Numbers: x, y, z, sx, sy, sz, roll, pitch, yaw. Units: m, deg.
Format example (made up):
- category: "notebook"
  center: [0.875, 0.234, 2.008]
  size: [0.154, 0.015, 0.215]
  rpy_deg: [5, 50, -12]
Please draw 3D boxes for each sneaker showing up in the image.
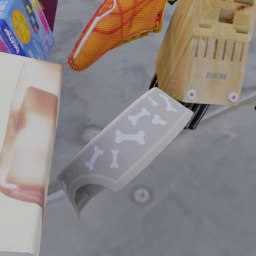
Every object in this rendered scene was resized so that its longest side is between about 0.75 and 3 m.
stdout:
- category: "sneaker"
  center: [0.052, -1.758, 4.542]
  size: [2.531, 0.976, 0.924]
  rpy_deg: [-47, 17, -11]

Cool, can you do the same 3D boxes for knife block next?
- category: "knife block"
  center: [1.091, -1.322, 5.272]
  size: [0.946, 2.958, 2.597]
  rpy_deg: [3, 13, -13]

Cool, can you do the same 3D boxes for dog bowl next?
- category: "dog bowl"
  center: [-0.107, 0.306, 4.408]
  size: [0.697, 2.378, 2.378]
  rpy_deg: [47, 58, 0]

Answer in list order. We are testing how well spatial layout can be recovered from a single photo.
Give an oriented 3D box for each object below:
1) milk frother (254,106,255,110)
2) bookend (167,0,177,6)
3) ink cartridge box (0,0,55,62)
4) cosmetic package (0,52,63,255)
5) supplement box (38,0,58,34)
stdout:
- category: "milk frother"
  center: [3.353, -0.677, 5.263]
  size: [1.414, 1.356, 1.503]
  rpy_deg: [1, 52, 55]
- category: "bookend"
  center: [0.399, -3.140, 5.862]
  size: [1.771, 0.816, 1.760]
  rpy_deg: [-39, 52, 15]
- category: "ink cartridge box"
  center: [-1.740, -1.263, 4.192]
  size: [0.664, 1.187, 1.740]
  rpy_deg: [-5, 51, 9]
- category: "cosmetic package"
  center: [-1.250, 0.328, 2.776]
  size: [0.971, 1.150, 2.225]
  rpy_deg: [8, 44, -14]
- category: "supplement box"
  center: [-3.059, -3.774, 7.660]
  size: [1.918, 2.931, 1.512]
  rpy_deg: [-17, 51, -41]
